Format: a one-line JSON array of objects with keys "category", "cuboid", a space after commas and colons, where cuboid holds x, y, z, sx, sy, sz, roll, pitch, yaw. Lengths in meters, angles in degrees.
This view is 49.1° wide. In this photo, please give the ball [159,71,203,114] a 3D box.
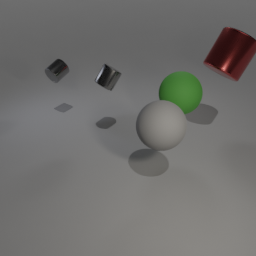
[{"category": "ball", "cuboid": [1.698, -1.126, 9.084, 1.400, 1.400, 1.400, 0, 31, 0]}]

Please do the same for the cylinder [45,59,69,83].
[{"category": "cylinder", "cuboid": [-2.833, -2.284, 11.202, 0.700, 0.700, 0.700, 22, 59, 32]}]

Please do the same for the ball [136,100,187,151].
[{"category": "ball", "cuboid": [0.917, -0.068, 7.759, 1.400, 1.400, 1.400, 0, 31, 0]}]

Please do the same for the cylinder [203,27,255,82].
[{"category": "cylinder", "cuboid": [3.610, -2.571, 9.857, 1.400, 1.400, 1.400, 28, 13, -7]}]

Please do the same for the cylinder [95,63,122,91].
[{"category": "cylinder", "cuboid": [-0.683, -1.752, 9.663, 0.700, 0.700, 0.700, 30, 13, -8]}]
